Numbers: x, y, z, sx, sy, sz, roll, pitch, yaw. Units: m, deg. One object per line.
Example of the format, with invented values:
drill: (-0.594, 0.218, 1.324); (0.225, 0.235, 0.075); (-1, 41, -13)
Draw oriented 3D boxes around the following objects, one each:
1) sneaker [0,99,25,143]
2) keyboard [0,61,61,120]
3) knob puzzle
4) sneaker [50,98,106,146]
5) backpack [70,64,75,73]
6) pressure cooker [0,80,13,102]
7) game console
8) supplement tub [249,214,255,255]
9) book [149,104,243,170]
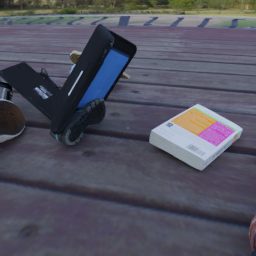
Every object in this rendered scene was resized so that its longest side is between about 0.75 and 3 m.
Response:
sneaker: (-3.315, 0.043, 6.162); (1.112, 0.956, 2.626); (-20, 10, 14)
keyboard: (-2.360, -0.902, 7.915); (2.477, 0.491, 1.289); (41, 43, 8)
knob puzzle: (-1.190, -2.360, 10.137); (2.287, 0.317, 2.287); (18, -5, 2)
sneaker: (-1.157, -0.244, 6.680); (0.666, 0.634, 1.681); (9, 36, 33)
backpack: (-1.302, -1.678, 9.225); (1.241, 1.012, 0.954); (-26, 65, -43)
pressure cooker: (-3.773, -0.988, 7.814); (0.986, 1.122, 1.002); (11, -3, 24)
game console: (-0.651, -0.964, 6.374); (1.337, 2.298, 2.021); (26, 19, -25)
supplement tub: (2.395, 1.152, 3.381); (2.526, 1.351, 1.351); (-30, 38, -34)
book: (1.619, 0.140, 6.415); (1.327, 0.478, 1.987); (30, 36, 32)
